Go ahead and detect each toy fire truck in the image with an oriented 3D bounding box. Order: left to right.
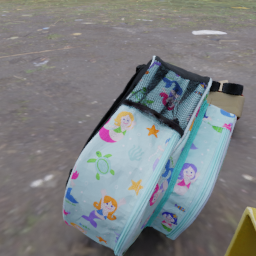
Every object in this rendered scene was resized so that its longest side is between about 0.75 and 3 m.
[{"bbox_3d":[2.349,-0.932,8.373,2.031,1.485,2.307,11,4,18],"label":"toy fire truck"}]

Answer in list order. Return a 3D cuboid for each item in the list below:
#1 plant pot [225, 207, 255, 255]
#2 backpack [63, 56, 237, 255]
[{"bbox_3d":[2.099,1.993,3.276,1.460,1.418,1.427,6,31,-2],"label":"plant pot"},{"bbox_3d":[0.258,0.577,4.406,2.056,2.425,2.731,32,55,12],"label":"backpack"}]
